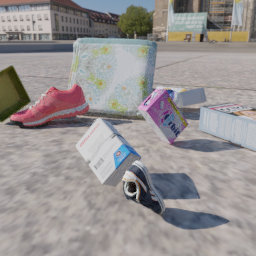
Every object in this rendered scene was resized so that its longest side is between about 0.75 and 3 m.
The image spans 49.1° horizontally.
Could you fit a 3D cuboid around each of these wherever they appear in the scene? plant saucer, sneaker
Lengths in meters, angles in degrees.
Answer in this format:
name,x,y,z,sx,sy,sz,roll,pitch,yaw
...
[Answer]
name,x,y,z,sx,sy,sz,roll,pitch,yaw
plant saucer,-3.557,-0.984,8.033,0.296,1.236,1.238,3,36,33
sneaker,0.184,0.869,3.707,0.351,0.884,0.347,-40,27,-27
sneaker,0.642,-0.992,8.880,1.374,0.756,1.876,13,4,-18
sneaker,-2.223,-0.682,7.824,2.174,0.943,0.801,-16,22,-14

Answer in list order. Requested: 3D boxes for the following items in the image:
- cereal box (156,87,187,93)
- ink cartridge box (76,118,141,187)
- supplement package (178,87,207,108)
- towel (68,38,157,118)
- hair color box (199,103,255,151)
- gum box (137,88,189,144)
name,x,y,z,sx,sy,sz,roll,pitch,yaw
cereal box,1.774,-1.511,11.715,1.257,0.248,0.904,7,20,14
ink cartridge box,-0.334,0.376,4.499,0.906,0.661,0.382,48,12,35
supplement package,2.109,-1.008,9.348,0.829,0.497,0.503,-12,-1,-8
towel,-0.549,-1.595,8.723,2.729,2.336,0.657,6,-4,15
hair color box,2.849,-0.035,6.539,1.101,0.674,2.224,-9,20,-28
gum box,0.773,-0.275,6.181,0.645,1.137,0.376,-47,30,-13
